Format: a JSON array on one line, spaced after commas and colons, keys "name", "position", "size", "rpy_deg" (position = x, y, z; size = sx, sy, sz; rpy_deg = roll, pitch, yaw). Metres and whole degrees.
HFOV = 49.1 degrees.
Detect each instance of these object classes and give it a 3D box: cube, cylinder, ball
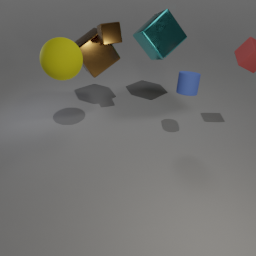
[{"name": "cube", "position": [1.296, -3.827, 11.665], "size": [1.400, 1.400, 1.400], "rpy_deg": [-43, 19, -2]}, {"name": "cube", "position": [3.998, -2.349, 9.033], "size": [0.700, 0.700, 0.700], "rpy_deg": [19, 51, -22]}, {"name": "cube", "position": [-1.417, -3.210, 11.849], "size": [1.400, 1.400, 1.400], "rpy_deg": [-38, 30, -3]}, {"name": "cube", "position": [-0.666, -3.355, 9.990], "size": [0.700, 0.700, 0.700], "rpy_deg": [-12, 17, -14]}, {"name": "cylinder", "position": [1.997, -1.484, 9.291], "size": [0.700, 0.700, 0.700], "rpy_deg": [5, 19, -2]}, {"name": "ball", "position": [-2.216, -2.296, 9.347], "size": [1.400, 1.400, 1.400], "rpy_deg": [0, 32, 0]}]
